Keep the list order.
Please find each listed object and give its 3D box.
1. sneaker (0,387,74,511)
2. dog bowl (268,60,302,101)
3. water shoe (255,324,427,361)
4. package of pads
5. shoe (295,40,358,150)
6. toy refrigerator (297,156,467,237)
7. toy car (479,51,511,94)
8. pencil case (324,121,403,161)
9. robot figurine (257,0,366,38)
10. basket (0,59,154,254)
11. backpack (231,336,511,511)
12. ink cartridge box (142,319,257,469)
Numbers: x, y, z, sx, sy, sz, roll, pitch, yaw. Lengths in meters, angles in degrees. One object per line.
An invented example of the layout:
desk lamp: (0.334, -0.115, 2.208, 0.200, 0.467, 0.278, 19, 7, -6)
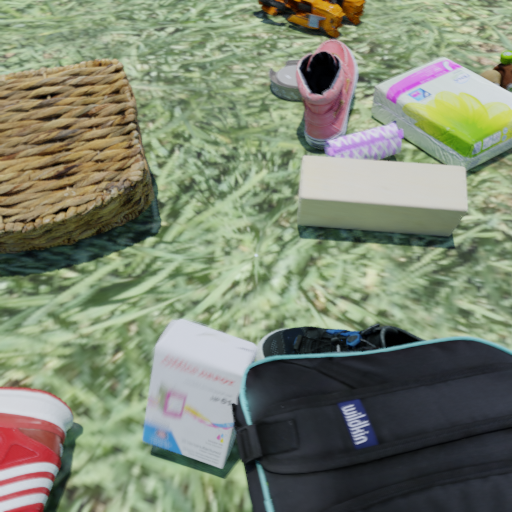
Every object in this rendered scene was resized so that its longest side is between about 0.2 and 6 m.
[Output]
sneaker: (-3.465, 2.169, 5.539, 2.930, 1.148, 1.693, -2, 45, 0)
dog bowl: (0.848, -3.641, 11.648, 1.197, 0.351, 1.197, 0, 46, 0)
water shoe: (1.244, 1.109, 6.617, 2.502, 0.987, 0.894, 8, 45, 6)
package of pads: (3.636, -2.666, 10.388, 1.861, 0.822, 2.409, -27, 53, -22)
shoe: (1.345, -3.415, 10.419, 1.002, 1.275, 2.804, 2, 57, 13)
toy refrigerator: (1.841, -0.925, 8.470, 2.367, 0.899, 0.828, 4, 67, 4)
toy car: (4.738, -3.426, 11.160, 1.044, 0.858, 0.824, -21, 49, -6)
pencil case: (1.864, -1.886, 9.704, 1.358, 0.570, 0.580, -17, 4, -3)
robot figurine: (1.203, -6.334, 13.937, 2.718, 0.791, 1.970, 31, 53, 25)
basket: (-3.405, -1.224, 8.820, 3.443, 2.565, 2.458, -12, 80, -11)
backpack: (1.405, 2.064, 4.872, 2.832, 2.171, 2.489, -14, 46, -4)
ink cartridge box: (-0.601, 1.428, 5.815, 0.945, 1.307, 0.553, 16, 26, 7)
